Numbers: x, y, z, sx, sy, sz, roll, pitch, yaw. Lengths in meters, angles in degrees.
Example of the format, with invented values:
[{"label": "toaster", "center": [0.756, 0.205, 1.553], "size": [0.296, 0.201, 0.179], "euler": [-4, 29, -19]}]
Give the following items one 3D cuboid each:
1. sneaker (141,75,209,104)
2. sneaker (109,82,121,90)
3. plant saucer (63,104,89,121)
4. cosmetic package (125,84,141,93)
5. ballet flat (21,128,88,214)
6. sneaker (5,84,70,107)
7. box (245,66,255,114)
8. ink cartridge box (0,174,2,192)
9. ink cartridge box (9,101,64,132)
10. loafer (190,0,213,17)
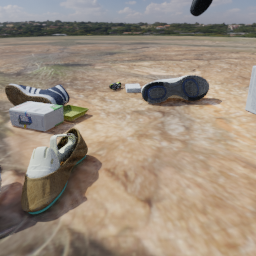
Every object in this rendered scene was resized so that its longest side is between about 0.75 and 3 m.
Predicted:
[{"label": "sneaker", "center": [1.917, -1.706, 11.643], "size": [2.941, 1.096, 1.281], "euler": [-3, 18, -9]}, {"label": "sneaker", "center": [-0.670, -1.989, 13.299], "size": [0.378, 0.345, 0.934], "euler": [3, 14, 25]}, {"label": "plant saucer", "center": [-2.020, -0.516, 9.745], "size": [0.981, 0.235, 0.980], "euler": [12, 25, 27]}, {"label": "cosmetic package", "center": [0.230, -1.861, 13.045], "size": [0.651, 0.223, 0.864], "euler": [0, 22, -4]}, {"label": "ballet flat", "center": [-1.525, 0.668, 5.910], "size": [0.865, 0.922, 2.550], "euler": [-2, 21, 17]}, {"label": "sneaker", "center": [-3.386, -1.247, 10.652], "size": [2.469, 0.865, 1.339], "euler": [18, 33, 23]}, {"label": "box", "center": [5.078, -1.175, 9.485], "size": [0.944, 1.655, 1.799], "euler": [-8, 24, -20]}, {"label": "ink cartridge box", "center": [-3.687, 0.640, 4.759], "size": [2.436, 1.015, 1.769], "euler": [-15, 69, -33]}, {"label": "ink cartridge box", "center": [-2.918, -0.408, 9.001], "size": [1.375, 0.602, 0.999], "euler": [10, 24, 20]}, {"label": "loafer", "center": [2.236, -3.962, 8.117], "size": [0.536, 1.579, 0.554], "euler": [27, 4, -35]}]
